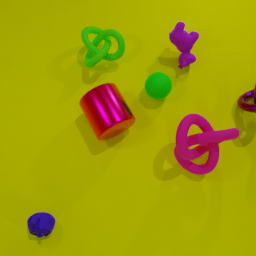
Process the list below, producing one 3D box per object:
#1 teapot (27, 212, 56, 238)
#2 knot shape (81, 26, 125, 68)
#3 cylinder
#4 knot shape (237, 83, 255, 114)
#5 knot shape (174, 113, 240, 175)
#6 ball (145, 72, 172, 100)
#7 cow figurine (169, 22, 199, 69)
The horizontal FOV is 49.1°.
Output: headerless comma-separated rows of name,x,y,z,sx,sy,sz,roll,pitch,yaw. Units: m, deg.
teapot,-2.392,2.671,7.658,0.760,1.222,0.599,-7,50,0
knot shape,-0.776,-2.632,8.955,1.404,0.693,1.500,-1,78,12
cylinder,-0.621,-0.474,8.412,1.284,1.284,1.284,-28,76,-7
knot shape,4.026,-0.713,8.307,0.792,1.713,1.603,17,72,-16
knot shape,1.978,0.384,7.797,1.965,1.839,0.908,-43,37,20
ball,0.959,-1.335,8.867,0.867,0.867,0.867,0,75,0
cow figurine,1.750,-2.621,9.048,1.237,0.679,1.218,29,108,-16
